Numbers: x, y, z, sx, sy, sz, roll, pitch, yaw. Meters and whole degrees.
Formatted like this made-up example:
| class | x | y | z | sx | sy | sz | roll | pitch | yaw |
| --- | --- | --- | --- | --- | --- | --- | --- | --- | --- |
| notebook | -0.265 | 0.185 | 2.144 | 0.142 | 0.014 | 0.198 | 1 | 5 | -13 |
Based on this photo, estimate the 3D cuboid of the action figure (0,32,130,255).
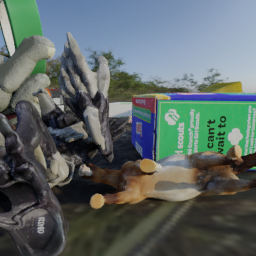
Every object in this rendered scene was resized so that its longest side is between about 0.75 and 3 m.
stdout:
| class | x | y | z | sx | sy | sz | roll | pitch | yaw |
| --- | --- | --- | --- | --- | --- | --- | --- | --- | --- |
| action figure | -0.847 | -0.027 | 2.460 | 1.665 | 1.430 | 2.802 | -15 | 9 | 3 |

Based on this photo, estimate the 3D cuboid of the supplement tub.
| class | x | y | z | sx | sy | sz | roll | pitch | yaw |
| --- | --- | --- | --- | --- | --- | --- | --- | --- | --- |
| supplement tub | -2.897 | -1.006 | 11.479 | 2.348 | 1.256 | 1.256 | -5 | 8 | -28 |

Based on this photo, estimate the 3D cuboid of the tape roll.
| class | x | y | z | sx | sy | sz | roll | pitch | yaw |
| --- | --- | --- | --- | --- | --- | --- | --- | --- | --- |
| tape roll | -3.048 | -2.833 | 7.770 | 0.703 | 2.923 | 2.923 | -17 | 14 | -24 |

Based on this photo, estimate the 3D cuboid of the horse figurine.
| class | x | y | z | sx | sy | sz | roll | pitch | yaw |
| --- | --- | --- | --- | --- | --- | --- | --- | --- | --- |
| horse figurine | 0.463 | 0.391 | 2.417 | 1.930 | 0.482 | 1.279 | -8 | -10 | -1 |

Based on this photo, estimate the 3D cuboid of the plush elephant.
| class | x | y | z | sx | sy | sz | roll | pitch | yaw |
| --- | --- | --- | --- | --- | --- | --- | --- | --- | --- |
| plush elephant | -2.661 | -0.786 | 6.741 | 2.314 | 2.810 | 2.176 | 17 | -10 | 22 |

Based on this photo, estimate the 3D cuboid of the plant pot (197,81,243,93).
| class | x | y | z | sx | sy | sz | roll | pitch | yaw |
| --- | --- | --- | --- | --- | --- | --- | --- | --- | --- |
| plant pot | 3.087 | -0.794 | 9.808 | 1.248 | 1.415 | 1.415 | -13 | 10 | -14 |

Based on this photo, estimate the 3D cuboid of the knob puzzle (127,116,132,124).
| class | x | y | z | sx | sy | sz | roll | pitch | yaw |
| --- | --- | --- | --- | --- | --- | --- | --- | --- | --- |
| knob puzzle | 0.594 | -0.317 | 10.043 | 1.671 | 0.232 | 1.671 | 0 | 7 | 0 |

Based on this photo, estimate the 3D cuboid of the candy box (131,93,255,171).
| class | x | y | z | sx | sy | sz | roll | pitch | yaw |
| --- | --- | --- | --- | --- | --- | --- | --- | --- | --- |
| candy box | 1.451 | -0.058 | 4.415 | 2.627 | 1.012 | 2.221 | -2 | 8 | -6 |

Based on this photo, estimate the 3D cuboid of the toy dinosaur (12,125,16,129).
| class | x | y | z | sx | sy | sz | roll | pitch | yaw |
| --- | --- | --- | --- | --- | --- | --- | --- | --- | --- |
| toy dinosaur | -2.676 | 0.096 | 6.324 | 0.885 | 0.452 | 0.601 | -16 | -18 | 25 |

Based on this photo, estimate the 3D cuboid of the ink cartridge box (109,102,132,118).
| class | x | y | z | sx | sy | sz | roll | pitch | yaw |
| --- | --- | --- | --- | --- | --- | --- | --- | --- | --- |
| ink cartridge box | -0.161 | -0.826 | 12.608 | 1.105 | 0.638 | 1.519 | 2 | 7 | 13 |
